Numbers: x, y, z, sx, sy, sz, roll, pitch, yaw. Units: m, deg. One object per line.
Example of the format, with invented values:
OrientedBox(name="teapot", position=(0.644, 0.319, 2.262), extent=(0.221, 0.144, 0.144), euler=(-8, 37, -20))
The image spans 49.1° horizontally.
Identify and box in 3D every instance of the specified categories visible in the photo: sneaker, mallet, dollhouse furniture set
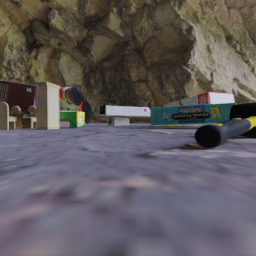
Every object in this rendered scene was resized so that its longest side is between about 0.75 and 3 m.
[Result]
OrientedBox(name="sneaker", position=(-2.098, -0.870, 10.672), extent=(0.958, 0.722, 2.049), euler=(9, -27, 22))
OrientedBox(name="mallet", position=(0.997, -0.034, 2.644), extent=(0.646, 0.404, 1.963), euler=(2, 6, 42))
OrientedBox(name="dollhouse furniture set", position=(-2.658, -0.534, 7.058), extent=(1.688, 1.122, 1.480), euler=(0, 1, 9))

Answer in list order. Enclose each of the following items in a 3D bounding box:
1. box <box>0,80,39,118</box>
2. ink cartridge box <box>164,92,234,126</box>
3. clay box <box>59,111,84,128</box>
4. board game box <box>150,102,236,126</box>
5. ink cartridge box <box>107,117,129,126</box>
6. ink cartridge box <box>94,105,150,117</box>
OrientedBox(name="box", position=(-3.508, -0.806, 9.717), extent=(1.353, 1.367, 1.647), euler=(10, 1, 7))
OrientedBox(name="ink cartridge box", position=(2.840, -0.696, 11.267), extent=(1.688, 0.983, 2.318), euler=(-1, -9, -38))
OrientedBox(name="clay box", position=(-2.102, -0.284, 8.960), extent=(1.270, 0.526, 2.210), euler=(0, 2, -3))
OrientedBox(name="board game box", position=(1.970, -0.356, 8.344), extent=(2.283, 0.536, 1.723), euler=(-2, -1, 19))
OrientedBox(name="ink cartridge box", position=(-0.482, -0.323, 13.558), extent=(0.777, 0.441, 1.066), euler=(0, 1, -21))
OrientedBox(name="ink cartridge box", position=(-0.030, -0.776, 13.702), extent=(2.967, 0.550, 1.405), euler=(3, 0, -28))
